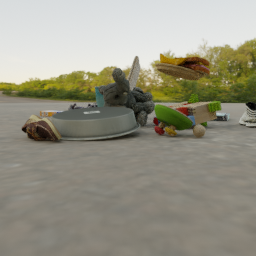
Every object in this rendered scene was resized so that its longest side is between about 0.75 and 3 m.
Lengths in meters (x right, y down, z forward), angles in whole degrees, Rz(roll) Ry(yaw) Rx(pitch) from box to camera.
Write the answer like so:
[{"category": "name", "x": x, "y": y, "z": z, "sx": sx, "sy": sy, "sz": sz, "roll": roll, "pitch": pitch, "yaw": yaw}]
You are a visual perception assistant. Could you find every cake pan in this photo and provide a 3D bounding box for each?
[{"category": "cake pan", "x": -0.990, "y": -0.207, "z": 7.992, "sx": 2.666, "sy": 0.489, "sz": 2.666, "roll": -3, "pitch": 12, "yaw": 1}]

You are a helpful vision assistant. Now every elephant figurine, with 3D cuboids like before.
[{"category": "elephant figurine", "x": -0.338, "y": -1.059, "z": 9.990, "sx": 2.413, "sy": 1.872, "sz": 1.708, "roll": 21, "pitch": 11, "yaw": -42}]

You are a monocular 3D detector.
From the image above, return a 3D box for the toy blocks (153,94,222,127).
[{"category": "toy blocks", "x": 1.918, "y": -0.483, "z": 10.012, "sx": 1.619, "sy": 1.184, "sz": 2.369, "roll": -15, "pitch": 10, "yaw": -20}]

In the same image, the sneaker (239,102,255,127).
[{"category": "sneaker", "x": 4.515, "y": -0.525, "z": 10.318, "sx": 0.581, "sy": 0.885, "sz": 1.538, "roll": 1, "pitch": 6, "yaw": 9}]

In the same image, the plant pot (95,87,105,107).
[{"category": "plant pot", "x": -0.841, "y": -1.282, "z": 14.075, "sx": 1.662, "sy": 1.561, "sz": 1.662, "roll": 0, "pitch": 7, "yaw": 0}]

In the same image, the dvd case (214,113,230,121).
[{"category": "dvd case", "x": 3.497, "y": -0.570, "z": 13.471, "sx": 2.571, "sy": 0.283, "sz": 1.877, "roll": 4, "pitch": 7, "yaw": 22}]

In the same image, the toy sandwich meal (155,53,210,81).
[{"category": "toy sandwich meal", "x": 1.919, "y": -2.210, "z": 9.988, "sx": 1.962, "sy": 0.672, "sz": 1.962, "roll": 15, "pitch": 6, "yaw": -2}]

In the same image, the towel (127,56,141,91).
[{"category": "towel", "x": 0.235, "y": -2.217, "z": 12.233, "sx": 0.284, "sy": 1.647, "sz": 1.091, "roll": 15, "pitch": -10, "yaw": 9}]

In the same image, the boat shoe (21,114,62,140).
[{"category": "boat shoe", "x": -2.206, "y": 0.087, "z": 6.928, "sx": 0.591, "sy": 0.592, "sz": 1.642, "roll": -42, "pitch": 36, "yaw": -24}]

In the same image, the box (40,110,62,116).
[{"category": "box", "x": -4.033, "y": -0.791, "z": 15.443, "sx": 1.470, "sy": 0.305, "sz": 0.875, "roll": 7, "pitch": 9, "yaw": 32}]

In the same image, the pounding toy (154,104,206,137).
[{"category": "pounding toy", "x": 1.266, "y": -0.015, "z": 7.690, "sx": 1.484, "sy": 0.689, "sz": 1.145, "roll": 29, "pitch": -4, "yaw": 2}]

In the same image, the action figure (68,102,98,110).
[{"category": "action figure", "x": -2.485, "y": -1.071, "z": 15.892, "sx": 2.261, "sy": 0.784, "sz": 1.471, "roll": 2, "pitch": 11, "yaw": 42}]
